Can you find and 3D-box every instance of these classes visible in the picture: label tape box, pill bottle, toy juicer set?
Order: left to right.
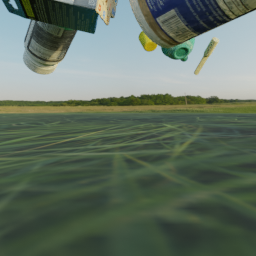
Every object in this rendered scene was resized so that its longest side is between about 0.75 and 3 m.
[{"bbox_3d":[-2.449,-2.870,8.774,1.364,1.364,2.412,-3,-28,-36],"label":"pill bottle"},{"bbox_3d":[-1.723,-2.956,6.462,2.163,0.715,1.550,11,-2,-11],"label":"label tape box"},{"bbox_3d":[1.907,-2.965,9.309,2.848,0.775,1.812,15,-42,-33],"label":"toy juicer set"},{"bbox_3d":[1.556,-2.564,4.445,2.953,1.639,1.639,-14,-7,41],"label":"pill bottle"}]

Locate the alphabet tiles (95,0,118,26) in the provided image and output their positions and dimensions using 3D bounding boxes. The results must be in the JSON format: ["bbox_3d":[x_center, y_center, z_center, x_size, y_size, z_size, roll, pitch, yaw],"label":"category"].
[{"bbox_3d":[-0.380,-2.386,4.950,0.072,0.969,0.991,9,-3,16],"label":"alphabet tiles"}]
